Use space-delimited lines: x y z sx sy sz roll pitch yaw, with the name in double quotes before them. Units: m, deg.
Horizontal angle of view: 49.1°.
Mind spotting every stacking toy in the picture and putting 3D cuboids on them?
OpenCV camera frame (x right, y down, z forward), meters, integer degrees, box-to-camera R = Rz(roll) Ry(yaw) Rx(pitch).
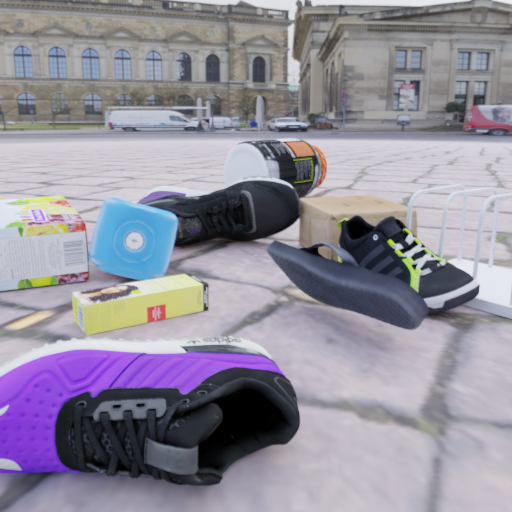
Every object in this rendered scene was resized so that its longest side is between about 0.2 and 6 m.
"stacking toy" -2.066 -0.272 9.142 1.181 1.117 2.035 14 -1 -17

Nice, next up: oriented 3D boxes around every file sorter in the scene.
"file sorter" 3.336 -0.139 7.535 1.586 1.423 2.286 -11 18 -38

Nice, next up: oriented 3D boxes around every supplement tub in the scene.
"supplement tub" 0.611 -2.341 15.393 1.715 1.715 2.800 13 19 41

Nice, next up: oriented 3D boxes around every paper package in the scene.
"paper package" 1.744 -0.497 9.927 1.661 0.901 1.742 -4 14 -15

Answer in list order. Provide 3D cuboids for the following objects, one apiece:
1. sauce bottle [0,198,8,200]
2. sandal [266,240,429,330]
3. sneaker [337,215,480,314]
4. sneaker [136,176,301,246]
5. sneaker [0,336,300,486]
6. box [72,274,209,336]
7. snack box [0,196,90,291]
"sauce bottle" -5.293 -0.785 11.369 0.771 0.771 2.335 7 16 26
"sandal" 1.058 0.260 6.676 2.341 0.890 0.501 21 65 45
"sneaker" 1.829 0.001 7.484 0.861 0.994 2.401 -24 25 -26
"sneaker" -0.854 -0.618 10.297 3.307 1.252 1.448 -3 22 20
"sneaker" -0.771 1.115 3.839 2.393 0.832 1.190 -6 16 -21
"box" -1.387 0.562 6.861 1.565 0.392 0.589 -9 17 -32
"snack box" -4.286 -0.203 8.580 2.978 1.008 2.512 -9 17 -25
